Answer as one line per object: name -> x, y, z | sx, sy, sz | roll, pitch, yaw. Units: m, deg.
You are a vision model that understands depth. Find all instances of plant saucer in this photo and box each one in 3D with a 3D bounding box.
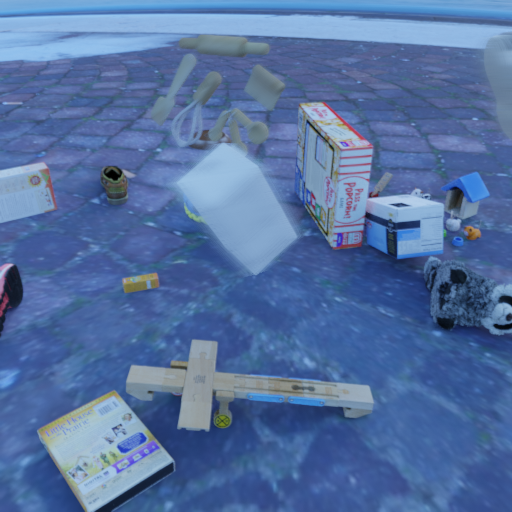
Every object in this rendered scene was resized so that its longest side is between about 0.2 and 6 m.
plant saucer -> -1.491, -3.701, 17.676 | 1.442, 0.264, 1.442 | 0, 31, 0

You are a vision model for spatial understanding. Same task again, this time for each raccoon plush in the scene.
raccoon plush -> 4.020, 0.557, 10.037 | 1.568, 1.132, 2.340 | 11, 32, 3

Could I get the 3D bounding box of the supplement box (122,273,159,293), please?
supplement box -> -2.227, 0.523, 10.805 | 0.674, 0.232, 0.224 | -12, 31, -14

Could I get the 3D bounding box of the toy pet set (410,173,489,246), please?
toy pet set -> 4.584, -1.248, 12.969 | 1.729, 0.983, 1.852 | -20, 37, -29

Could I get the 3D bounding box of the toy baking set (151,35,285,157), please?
toy baking set -> -0.880, -3.100, 10.850 | 2.969, 2.279, 0.345 | 18, 27, 22

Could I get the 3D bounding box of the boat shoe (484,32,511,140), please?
boat shoe -> 4.695, -3.066, 10.017 | 0.686, 2.305, 0.828 | -32, 41, 6

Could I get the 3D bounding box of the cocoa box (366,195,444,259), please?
cocoa box -> 3.027, -0.624, 11.550 | 1.041, 1.025, 1.562 | -7, 14, -10

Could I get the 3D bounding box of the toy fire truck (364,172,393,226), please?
toy fire truck -> 2.979, -1.225, 12.789 | 0.989, 1.124, 0.723 | 22, 38, 32

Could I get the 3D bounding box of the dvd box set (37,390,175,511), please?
dvd box set -> -2.012, 2.578, 7.433 | 1.190, 0.239, 1.627 | -24, 39, -34

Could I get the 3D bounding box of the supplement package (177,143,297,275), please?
supplement package -> -0.165, -0.441, 5.588 | 0.634, 1.115, 0.611 | -42, 48, -8

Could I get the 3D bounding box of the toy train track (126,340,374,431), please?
toy train track -> -0.094, 2.060, 8.086 | 3.479, 0.566, 1.995 | 5, 24, -2

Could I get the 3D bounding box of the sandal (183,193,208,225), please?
sandal -> -0.864, -1.180, 12.784 | 0.999, 1.094, 2.513 | -23, 36, -30

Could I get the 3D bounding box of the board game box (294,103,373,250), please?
board game box -> 1.638, -1.910, 12.771 | 0.712, 2.329, 3.075 | -6, 33, -10

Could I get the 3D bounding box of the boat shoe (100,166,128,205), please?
boat shoe -> -3.663, -2.027, 14.539 | 0.703, 0.665, 1.955 | -12, 34, -19

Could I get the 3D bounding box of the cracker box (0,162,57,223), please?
cracker box -> -5.667, -1.469, 13.199 | 1.654, 1.108, 0.477 | -18, 36, -27

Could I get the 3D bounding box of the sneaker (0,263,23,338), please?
sneaker -> -4.818, 0.785, 9.846 | 0.921, 0.782, 2.123 | -1, 32, 0
